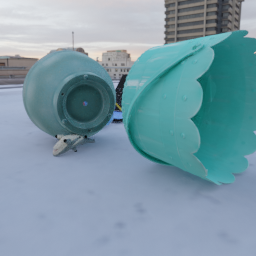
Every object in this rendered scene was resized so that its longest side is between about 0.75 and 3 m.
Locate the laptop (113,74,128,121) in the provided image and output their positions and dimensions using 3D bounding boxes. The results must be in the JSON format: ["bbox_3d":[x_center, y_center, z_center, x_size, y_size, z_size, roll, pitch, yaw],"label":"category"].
[{"bbox_3d":[-0.253,-1.240,10.377,2.431,2.743,1.417,10,-22,43],"label":"laptop"}]

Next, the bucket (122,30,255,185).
[{"bbox_3d":[1.097,-0.347,4.567,2.332,2.332,1.517,-11,17,-43],"label":"bucket"}]

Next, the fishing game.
[{"bbox_3d":[-1.088,-0.583,8.317,2.076,0.323,1.487,-22,64,-41],"label":"fishing game"}]

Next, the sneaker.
[{"bbox_3d":[-1.630,-0.472,6.803,2.235,0.915,0.861,20,19,39],"label":"sneaker"}]

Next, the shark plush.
[{"bbox_3d":[-1.141,0.324,5.848,0.427,0.392,0.941,13,16,37],"label":"shark plush"}]

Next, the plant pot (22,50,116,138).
[{"bbox_3d":[-1.135,-0.636,6.248,2.136,2.136,1.431,-6,16,-27],"label":"plant pot"}]
